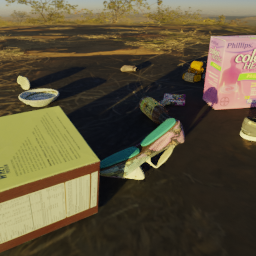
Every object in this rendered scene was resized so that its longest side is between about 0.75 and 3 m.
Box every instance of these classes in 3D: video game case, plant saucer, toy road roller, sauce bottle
[{"bbox_3d":[1.990,-1.231,12.053,0.928,0.183,1.024,5,26,11],"label":"video game case"},{"bbox_3d":[-3.714,-1.235,11.793,1.633,0.410,1.633,-1,25,0],"label":"plant saucer"},{"bbox_3d":[3.551,-3.035,14.964,0.797,0.947,1.297,18,31,34],"label":"toy road roller"},{"bbox_3d":[1.032,-0.566,10.081,0.658,0.658,2.035,-9,25,-18],"label":"sauce bottle"}]

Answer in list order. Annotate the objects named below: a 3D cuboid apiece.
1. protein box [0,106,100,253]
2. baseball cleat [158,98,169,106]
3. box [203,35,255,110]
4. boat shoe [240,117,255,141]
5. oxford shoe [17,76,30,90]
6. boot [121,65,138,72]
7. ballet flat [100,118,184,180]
[{"bbox_3d":[-2.052,0.880,5.674,2.218,1.496,2.201,-15,39,-28],"label":"protein box"},{"bbox_3d":[1.275,-0.913,11.334,0.850,0.296,0.452,-27,3,-26],"label":"baseball cleat"},{"bbox_3d":[4.520,-2.251,11.259,2.374,2.699,1.305,-4,25,-9],"label":"box"},{"bbox_3d":[4.694,0.070,8.754,2.164,0.647,0.773,5,26,11],"label":"boat shoe"},{"bbox_3d":[-5.080,-2.243,13.894,0.417,0.543,1.445,21,8,-42],"label":"oxford shoe"},{"bbox_3d":[0.135,-3.537,16.751,0.738,0.354,1.009,18,32,28],"label":"boot"},{"bbox_3d":[0.398,0.700,6.906,2.469,0.879,0.854,-31,16,-10],"label":"ballet flat"}]
